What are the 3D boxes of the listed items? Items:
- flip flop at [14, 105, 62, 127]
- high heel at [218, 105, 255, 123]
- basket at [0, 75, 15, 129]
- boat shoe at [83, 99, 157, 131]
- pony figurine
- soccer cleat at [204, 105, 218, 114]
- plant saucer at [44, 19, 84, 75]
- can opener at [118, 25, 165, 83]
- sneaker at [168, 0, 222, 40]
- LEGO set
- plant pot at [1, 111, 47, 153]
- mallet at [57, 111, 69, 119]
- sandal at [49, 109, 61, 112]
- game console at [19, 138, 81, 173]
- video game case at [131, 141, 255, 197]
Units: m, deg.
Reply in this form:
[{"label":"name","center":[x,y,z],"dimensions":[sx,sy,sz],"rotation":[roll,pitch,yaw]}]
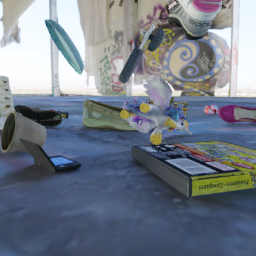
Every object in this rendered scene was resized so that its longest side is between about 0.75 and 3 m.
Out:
[{"label":"flip flop","center":[-3.147,-0.422,9.796],"dimensions":[1.781,0.722,0.513],"rotation":[5,13,2]},{"label":"high heel","center":[4.438,-0.498,10.386],"dimensions":[2.151,0.724,1.032],"rotation":[11,-7,-23]},{"label":"basket","center":[-5.161,-0.905,9.530],"dimensions":[1.913,1.741,2.823],"rotation":[-7,11,-38]},{"label":"boat shoe","center":[-0.171,-0.466,9.246],"dimensions":[3.002,0.944,1.095],"rotation":[4,9,27]},{"label":"pony figurine","center":[0.704,-0.374,7.599],"dimensions":[1.990,1.717,2.062],"rotation":[39,21,22]},{"label":"soccer cleat","center":[4.413,-0.904,14.497],"dimensions":[0.543,0.473,1.419],"rotation":[37,23,28]},{"label":"plant saucer","center":[-2.540,-3.348,11.532],"dimensions":[0.351,2.564,2.564],"rotation":[-35,17,-11]},{"label":"can opener","center":[0.504,-3.009,11.646],"dimensions":[0.899,2.704,0.712],"rotation":[35,18,0]},{"label":"sneaker","center":[1.037,-2.502,5.466],"dimensions":[0.787,0.933,2.133],"rotation":[-12,56,-14]},{"label":"LEGO set","center":[1.750,-1.162,12.732],"dimensions":[1.784,1.344,2.320],"rotation":[0,8,2]},{"label":"plant pot","center":[-2.170,0.149,5.915],"dimensions":[0.736,0.848,0.848],"rotation":[16,-4,-38]},{"label":"mallet","center":[-4.047,-0.562,11.864],"dimensions":[2.955,0.973,0.608],"rotation":[13,20,-14]},{"label":"sandal","center":[-4.049,-0.912,15.053],"dimensions":[0.339,0.203,0.903],"rotation":[7,11,42]},{"label":"game console","center":[-1.300,0.413,4.692],"dimensions":[0.749,0.495,0.851],"rotation":[-7,11,-40]},{"label":"video game case","center":[1.301,0.543,4.584],"dimensions":[1.935,0.273,2.141],"rotation":[-3,8,-18]}]
